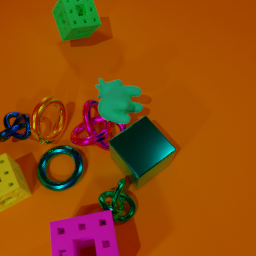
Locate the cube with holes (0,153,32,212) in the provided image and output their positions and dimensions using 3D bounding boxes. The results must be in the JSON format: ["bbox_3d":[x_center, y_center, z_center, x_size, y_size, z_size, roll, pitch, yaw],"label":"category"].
[{"bbox_3d":[-3.375,1.494,7.449,1.025,1.025,1.025,-27,67,-13],"label":"cube with holes"}]

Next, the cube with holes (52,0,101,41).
[{"bbox_3d":[-1.723,-3.670,9.322,1.062,1.062,1.062,-21,94,-30],"label":"cube with holes"}]

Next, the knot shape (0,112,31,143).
[{"bbox_3d":[-3.279,0.021,8.018,1.092,0.539,1.166,-42,43,-15],"label":"knot shape"}]

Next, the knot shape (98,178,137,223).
[{"bbox_3d":[-0.215,1.999,7.360,0.536,1.086,1.161,-15,20,36],"label":"knot shape"}]

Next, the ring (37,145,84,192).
[{"bbox_3d":[-1.927,1.132,7.991,1.372,0.274,1.372,-2,63,4],"label":"ring"}]

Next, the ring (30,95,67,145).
[{"bbox_3d":[-2.255,-0.224,8.068,0.287,1.437,1.437,13,64,23],"label":"ring"}]

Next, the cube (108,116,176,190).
[{"bbox_3d":[0.362,0.701,7.692,1.273,1.273,1.273,-35,69,-15],"label":"cube"}]

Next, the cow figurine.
[{"bbox_3d":[-0.445,-0.806,8.023,1.717,0.958,1.745,9,33,27],"label":"cow figurine"}]

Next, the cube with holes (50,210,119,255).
[{"bbox_3d":[-0.934,2.885,6.477,1.370,1.370,1.370,-9,59,-8],"label":"cube with holes"}]

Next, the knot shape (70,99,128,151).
[{"bbox_3d":[-0.756,0.031,8.231,1.564,0.772,1.672,24,58,-4],"label":"knot shape"}]
